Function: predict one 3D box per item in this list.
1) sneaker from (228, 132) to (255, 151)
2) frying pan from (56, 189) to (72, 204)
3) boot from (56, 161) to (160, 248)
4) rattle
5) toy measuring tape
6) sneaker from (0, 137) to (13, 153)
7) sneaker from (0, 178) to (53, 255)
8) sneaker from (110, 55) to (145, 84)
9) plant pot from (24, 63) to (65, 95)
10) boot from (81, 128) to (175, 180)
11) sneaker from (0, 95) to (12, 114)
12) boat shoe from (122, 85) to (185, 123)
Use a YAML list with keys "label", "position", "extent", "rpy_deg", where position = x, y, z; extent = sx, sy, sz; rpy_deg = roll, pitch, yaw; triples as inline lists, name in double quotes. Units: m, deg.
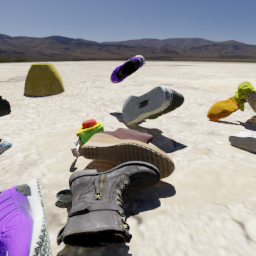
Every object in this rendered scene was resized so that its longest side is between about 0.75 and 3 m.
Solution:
- label: "sneaker"
  position: [3.657, 0.341, 8.221]
  extent: [0.677, 0.432, 1.172]
  rpy_deg: [-16, 21, -34]
- label: "frying pan"
  position: [-1.031, 1.342, 5.456]
  extent: [0.736, 0.120, 0.445]
  rpy_deg: [5, 20, -7]
- label: "boot"
  position: [-0.197, 1.330, 4.829]
  extent: [1.967, 0.681, 1.712]
  rpy_deg: [-7, 23, -9]
- label: "rattle"
  position: [4.893, -0.701, 11.685]
  extent: [1.886, 2.070, 2.898]
  rpy_deg: [45, 21, 24]
- label: "toy measuring tape"
  position: [-1.052, 0.234, 7.892]
  extent: [0.804, 0.804, 2.186]
  rpy_deg: [0, 15, 0]
- label: "sneaker"
  position: [-3.596, 0.420, 8.048]
  extent: [0.360, 0.381, 0.942]
  rpy_deg: [-2, 16, -1]
- label: "sneaker"
  position: [-1.708, 1.518, 3.872]
  extent: [1.168, 0.817, 2.349]
  rpy_deg: [-10, 14, -18]
- label: "sneaker"
  position: [-0.208, -2.469, 12.184]
  extent: [1.934, 0.672, 0.962]
  rpy_deg: [-29, 12, 36]
- label: "plant pot"
  position: [-5.198, -3.089, 17.268]
  extent: [2.471, 1.754, 2.471]
  rpy_deg: [0, 17, 0]
- label: "boot"
  position: [0.264, 0.445, 7.106]
  extent: [2.444, 0.884, 2.033]
  rpy_deg: [10, 18, 26]
- label: "sneaker"
  position: [-5.802, -0.984, 11.941]
  extent: [1.461, 0.837, 0.559]
  rpy_deg: [-7, 16, -16]
- label: "boat shoe"
  position: [0.772, -0.717, 9.918]
  extent: [0.952, 1.057, 2.989]
  rpy_deg: [8, -9, -29]
